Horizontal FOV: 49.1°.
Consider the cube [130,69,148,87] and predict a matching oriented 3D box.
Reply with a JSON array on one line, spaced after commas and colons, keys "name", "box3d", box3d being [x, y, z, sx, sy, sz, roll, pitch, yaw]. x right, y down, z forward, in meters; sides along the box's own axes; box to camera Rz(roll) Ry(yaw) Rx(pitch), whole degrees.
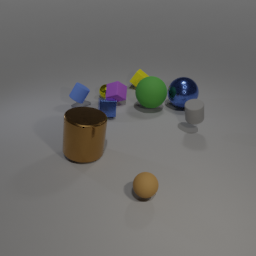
[{"name": "cube", "box3d": [0.624, -2.600, 14.900, 0.700, 0.700, 0.700, 39, 29, -3]}]

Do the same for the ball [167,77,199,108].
[{"name": "ball", "box3d": [2.492, -1.607, 12.704, 1.400, 1.400, 1.400, 0, 29, 0]}]

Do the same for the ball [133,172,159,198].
[{"name": "ball", "box3d": [0.479, 1.545, 7.599, 0.700, 0.700, 0.700, 0, 29, 0]}]

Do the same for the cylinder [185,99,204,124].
[{"name": "cylinder", "box3d": [2.479, -0.612, 10.444, 0.700, 0.700, 0.700, -8, 40, 6]}]

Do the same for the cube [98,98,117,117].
[{"name": "cube", "box3d": [-0.903, -0.890, 11.994, 0.700, 0.700, 0.700, 1, 16, -13]}]

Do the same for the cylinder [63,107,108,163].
[{"name": "cylinder", "box3d": [-1.448, 0.198, 9.349, 1.400, 1.400, 1.400, 7, 29, -4]}]

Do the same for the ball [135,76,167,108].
[{"name": "ball", "box3d": [1.024, -1.579, 12.373, 1.400, 1.400, 1.400, 0, 29, 0]}]

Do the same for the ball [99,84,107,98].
[{"name": "ball", "box3d": [-1.084, -1.818, 13.881, 0.700, 0.700, 0.700, 0, 29, 0]}]

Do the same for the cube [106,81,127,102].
[{"name": "cube", "box3d": [-0.538, -1.678, 13.039, 0.700, 0.700, 0.700, -9, -21, 37]}]

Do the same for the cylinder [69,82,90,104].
[{"name": "cylinder", "box3d": [-2.183, -1.574, 12.616, 0.700, 0.700, 0.700, 32, 13, -8]}]
